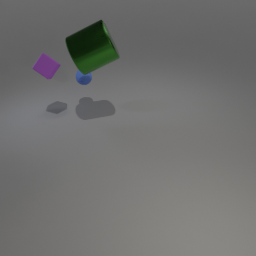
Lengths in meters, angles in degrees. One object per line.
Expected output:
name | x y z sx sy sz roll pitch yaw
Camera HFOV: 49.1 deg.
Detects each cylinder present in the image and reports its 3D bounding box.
cylinder | -1.191 -2.739 9.588 1.400 1.400 1.400 -24 32 8

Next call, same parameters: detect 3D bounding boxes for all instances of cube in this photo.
cube | -3.082 -2.336 10.647 0.700 0.700 0.700 35 5 -11

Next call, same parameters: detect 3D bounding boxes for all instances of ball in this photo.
ball | -1.905 -2.207 12.073 0.700 0.700 0.700 0 33 0
